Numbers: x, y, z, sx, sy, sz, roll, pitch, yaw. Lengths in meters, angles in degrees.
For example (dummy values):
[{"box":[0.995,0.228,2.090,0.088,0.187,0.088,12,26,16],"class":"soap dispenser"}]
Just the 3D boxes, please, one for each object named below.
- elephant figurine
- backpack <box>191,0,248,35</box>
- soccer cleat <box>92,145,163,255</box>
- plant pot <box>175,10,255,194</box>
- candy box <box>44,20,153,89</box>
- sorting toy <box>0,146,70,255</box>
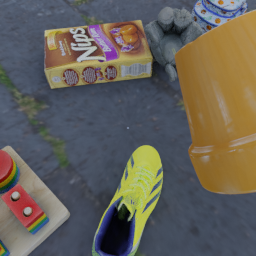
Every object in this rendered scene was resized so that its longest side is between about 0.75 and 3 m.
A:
[{"box":[1.387,-2.573,8.301,1.618,2.287,1.775,45,104,0],"class":"elephant figurine"},{"box":[2.909,-3.750,9.151,1.781,1.372,1.696,32,72,17],"class":"backpack"},{"box":[0.110,1.428,5.575,0.901,1.165,2.786,17,57,12],"class":"soccer cleat"},{"box":[1.809,-0.485,4.339,2.321,2.321,2.125,-25,92,-17],"class":"plant pot"},{"box":[-0.905,-2.213,8.322,2.986,0.843,1.742,-9,57,-4],"class":"candy box"},{"box":[-2.871,1.649,5.628,2.355,0.825,2.370,39,64,24],"class":"sorting toy"}]
